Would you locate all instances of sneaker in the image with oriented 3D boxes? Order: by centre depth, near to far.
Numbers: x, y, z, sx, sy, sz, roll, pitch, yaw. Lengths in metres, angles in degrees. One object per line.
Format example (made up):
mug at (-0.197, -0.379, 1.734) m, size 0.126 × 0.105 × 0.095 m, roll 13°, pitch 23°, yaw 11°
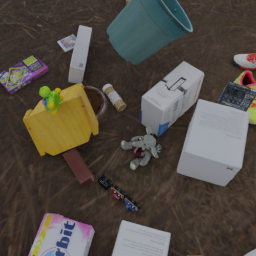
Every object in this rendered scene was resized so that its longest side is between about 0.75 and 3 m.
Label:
sneaker at (4.817, -1.241, 11.063) m, size 0.935 × 1.080 × 2.391 m, roll -7°, pitch 61°, yaw -6°
sneaker at (5.816, -3.060, 12.035) m, size 2.339 × 1.254 × 0.781 m, roll 19°, pitch 61°, yaw 11°

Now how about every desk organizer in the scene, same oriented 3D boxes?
desk organizer at (-1.728, 1.379, 9.859) m, size 0.519 × 0.483 × 1.348 m, roll -31°, pitch 64°, yaw -15°

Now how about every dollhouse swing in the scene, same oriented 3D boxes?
dollhouse swing at (-2.360, -0.400, 10.622) m, size 2.271 × 1.997 × 2.064 m, roll -22°, pitch 99°, yaw 7°

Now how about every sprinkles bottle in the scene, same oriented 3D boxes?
sprinkles bottle at (-0.561, -1.245, 11.437) m, size 0.428 × 0.428 × 1.253 m, roll -29°, pitch 63°, yaw -16°

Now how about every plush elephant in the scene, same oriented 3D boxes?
plush elephant at (0.552, 0.648, 9.906) m, size 1.455 × 1.126 × 1.198 m, roll -12°, pitch 60°, yaw -7°

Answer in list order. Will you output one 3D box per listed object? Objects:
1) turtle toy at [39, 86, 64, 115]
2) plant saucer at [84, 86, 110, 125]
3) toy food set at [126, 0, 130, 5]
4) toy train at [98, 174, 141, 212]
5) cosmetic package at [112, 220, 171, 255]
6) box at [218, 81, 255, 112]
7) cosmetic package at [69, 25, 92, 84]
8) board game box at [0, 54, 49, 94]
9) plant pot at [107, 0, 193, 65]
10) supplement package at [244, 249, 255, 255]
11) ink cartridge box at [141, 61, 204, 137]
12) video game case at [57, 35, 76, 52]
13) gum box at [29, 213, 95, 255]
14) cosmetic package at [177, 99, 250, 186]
turtle toy at (-2.500, -0.944, 9.013) m, size 0.528 × 1.044 × 0.761 m, roll 12°, pitch 62°, yaw 8°
plant saucer at (-1.785, -0.936, 11.326) m, size 2.116 × 0.339 × 2.116 m, roll 0°, pitch 59°, yaw 1°
toy food set at (0.830, -6.413, 13.821) m, size 1.335 × 1.417 × 2.968 m, roll -23°, pitch 34°, yaw -13°
toy train at (-0.329, 2.223, 9.454) m, size 1.790 × 0.305 × 0.410 m, roll 35°, pitch 69°, yaw 19°
cosmetic package at (0.283, 3.764, 7.875) m, size 1.442 × 1.433 × 1.723 m, roll 14°, pitch 59°, yaw 8°
box at (3.034, -0.869, 7.772) m, size 0.840 × 0.663 × 0.214 m, roll 18°, pitch 40°, yaw 3°
cosmetic package at (-2.081, -3.208, 12.209) m, size 0.629 × 1.025 × 2.484 m, roll 9°, pitch 58°, yaw -9°
board game box at (-4.609, -2.395, 12.227) m, size 1.963 × 0.317 × 1.178 m, roll -38°, pitch 62°, yaw -20°
plant pot at (0.639, -3.581, 9.820) m, size 2.298 × 2.346 × 2.346 m, roll -36°, pitch 55°, yaw 30°
supplement package at (4.571, 4.295, 7.339) m, size 1.594 × 1.614 × 2.662 m, roll -28°, pitch 62°, yaw -2°
ink cartridge box at (1.641, -1.090, 10.577) m, size 1.008 × 1.745 × 2.391 m, roll 38°, pitch 65°, yaw 22°
video game case at (-2.781, -4.027, 13.287) m, size 0.872 × 0.100 × 0.795 m, roll -31°, pitch 64°, yaw -17°
gum box at (-2.059, 3.898, 8.117) m, size 1.498 × 0.873 × 2.639 m, roll 12°, pitch 60°, yaw 7°
cosmetic package at (2.879, 0.520, 9.597) m, size 1.781 × 1.792 × 2.142 m, roll 16°, pitch 61°, yaw 10°
